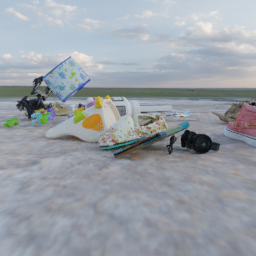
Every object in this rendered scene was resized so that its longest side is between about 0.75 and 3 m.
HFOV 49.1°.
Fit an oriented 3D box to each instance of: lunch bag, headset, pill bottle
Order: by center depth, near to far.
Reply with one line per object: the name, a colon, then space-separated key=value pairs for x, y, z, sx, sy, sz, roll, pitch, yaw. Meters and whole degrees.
headset: x=1.474 y=0.389 z=6.364 sx=1.325 sy=0.623 sz=0.818 roll=13 pitch=3 yaw=-31
pill bottle: x=-0.580 y=-0.644 z=10.832 sx=1.988 sy=1.101 sz=1.101 roll=-3 pitch=9 yaw=-20
lunch bag: x=-2.477 y=-1.971 z=11.378 sx=1.500 sy=1.276 sz=0.956 roll=-41 pitch=9 yaw=-1

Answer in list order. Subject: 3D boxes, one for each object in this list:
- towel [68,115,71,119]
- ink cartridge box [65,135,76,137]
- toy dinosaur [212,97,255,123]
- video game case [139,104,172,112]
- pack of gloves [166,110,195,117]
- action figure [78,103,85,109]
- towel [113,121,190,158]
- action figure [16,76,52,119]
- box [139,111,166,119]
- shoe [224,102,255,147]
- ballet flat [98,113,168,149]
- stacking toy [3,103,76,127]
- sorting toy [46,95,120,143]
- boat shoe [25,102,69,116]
towel: x=-1.618 y=-0.404 z=12.122 sx=1.693 sy=0.286 sz=1.772 roll=-3 pitch=9 yaw=-23
ink cartridge box: x=-1.438 y=0.144 z=8.627 sx=0.794 sy=0.173 sz=0.689 roll=6 pitch=9 yaw=35
toy dinosaur: x=4.495 y=-0.588 z=11.535 sx=2.208 sy=0.948 sz=1.496 roll=-15 pitch=-2 yaw=0
video game case: x=0.429 y=-1.014 z=14.112 sx=2.699 sy=0.310 sz=2.459 roll=-3 pitch=8 yaw=-23
pack of gloves: x=2.801 y=-0.826 z=15.091 sx=1.268 sy=0.298 sz=1.510 roll=8 pitch=11 yaw=39
action figure: x=-1.869 y=-0.975 z=15.285 sx=1.729 sy=0.600 sz=1.125 roll=9 pitch=4 yaw=30
towel: x=0.572 y=0.226 z=6.144 sx=1.237 sy=0.183 sz=1.687 roll=-28 pitch=-7 yaw=31
action figure: x=-4.354 y=-1.157 z=13.429 sx=1.687 sy=1.448 sz=2.838 roll=25 pitch=42 yaw=-18
box: x=0.792 y=-0.678 z=13.963 sx=1.825 sy=0.332 sz=1.317 roll=7 pitch=11 yaw=36
shoe: x=3.361 y=-0.193 z=7.728 sx=0.842 sy=1.072 sz=2.356 roll=0 pitch=8 yaw=-2
ballet flat: x=0.141 y=0.024 z=7.296 sx=0.900 sy=0.761 sz=2.380 roll=-7 pitch=1 yaw=44
stacking toy: x=-3.333 y=-0.405 z=11.067 sx=1.819 sy=0.567 sz=2.412 roll=-7 pitch=12 yaw=22
sorting toy: x=-1.378 y=-0.127 z=8.452 sx=1.951 sy=1.158 sz=2.167 roll=-18 pitch=5 yaw=11
boat shoe: x=-4.231 y=-1.062 z=14.940 sx=2.514 sy=0.788 sz=0.921 roll=-1 pitch=8 yaw=-10
